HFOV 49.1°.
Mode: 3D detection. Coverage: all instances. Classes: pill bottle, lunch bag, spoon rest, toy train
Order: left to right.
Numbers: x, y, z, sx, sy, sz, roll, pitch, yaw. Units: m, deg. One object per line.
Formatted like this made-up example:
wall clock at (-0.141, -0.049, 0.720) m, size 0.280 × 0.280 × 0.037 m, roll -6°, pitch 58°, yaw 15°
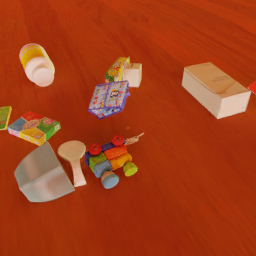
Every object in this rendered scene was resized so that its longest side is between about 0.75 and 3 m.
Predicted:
pill bottle at (-4.482, -3.099, 13.904) m, size 1.361 × 1.361 × 2.610 m, roll -17°, pitch 43°, yaw -19°
spoon rest at (-1.818, 1.054, 9.491) m, size 0.962 × 0.587 × 1.936 m, roll -13°, pitch 42°, yaw -15°
lunch bag at (-0.533, -1.025, 9.821) m, size 1.491 × 0.701 × 1.122 m, roll -9°, pitch 54°, yaw 36°
toy train at (-0.107, 0.985, 9.349) m, size 2.389 × 1.011 × 1.382 m, roll -21°, pitch 54°, yaw -23°

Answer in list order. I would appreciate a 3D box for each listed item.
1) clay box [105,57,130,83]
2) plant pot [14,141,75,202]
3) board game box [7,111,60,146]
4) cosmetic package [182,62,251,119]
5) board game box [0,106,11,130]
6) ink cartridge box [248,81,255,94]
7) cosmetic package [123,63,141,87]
clay box at (-0.437, -2.438, 13.198) m, size 0.513 × 1.239 × 2.156 m, roll 11°, pitch 40°, yaw 15°
plant pot at (-2.614, 1.476, 8.514) m, size 1.322 × 1.298 × 1.294 m, roll -30°, pitch 47°, yaw -15°
board game box at (-3.672, -0.012, 10.979) m, size 1.590 × 0.321 × 1.217 m, roll 18°, pitch 43°, yaw 21°
cosmetic package at (3.824, -1.771, 12.541) m, size 1.507 × 1.064 × 2.912 m, roll -15°, pitch 41°, yaw -18°
board game box at (-5.288, -0.360, 11.492) m, size 0.737 × 0.231 × 1.543 m, roll -7°, pitch 38°, yaw -7°
ink cartridge box at (6.931, -1.519, 12.013) m, size 2.277 × 0.704 × 2.808 m, roll -33°, pitch 68°, yaw -34°
cosmetic package at (0.211, -2.287, 11.985) m, size 0.650 × 0.770 × 1.490 m, roll 3°, pitch 20°, yaw 5°
